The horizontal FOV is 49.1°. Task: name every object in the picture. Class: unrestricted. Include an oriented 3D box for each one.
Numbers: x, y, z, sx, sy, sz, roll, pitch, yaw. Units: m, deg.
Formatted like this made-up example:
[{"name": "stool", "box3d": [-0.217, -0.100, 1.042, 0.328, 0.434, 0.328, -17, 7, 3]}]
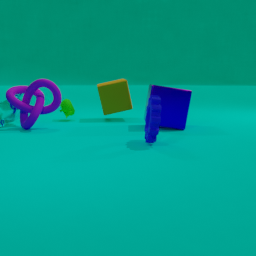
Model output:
[{"name": "knot shape", "box3d": [-2.921, -0.689, 8.530, 1.644, 1.538, 0.760, 2, -20, 9]}, {"name": "monkey head", "box3d": [-3.999, -0.675, 9.234, 1.024, 1.423, 0.858, 28, -18, -14]}, {"name": "teapot", "box3d": [-2.279, -0.711, 10.390, 0.518, 0.658, 1.059, -26, 44, -8]}, {"name": "cube", "box3d": [1.201, -0.688, 8.801, 1.200, 1.200, 1.200, 8, 10, -1]}, {"name": "gear", "box3d": [0.563, -0.200, 6.492, 0.201, 1.088, 1.088, 6, 9, -4]}, {"name": "cube", "box3d": [-0.514, -1.186, 10.503, 1.084, 1.084, 1.084, -13, 14, -4]}]
